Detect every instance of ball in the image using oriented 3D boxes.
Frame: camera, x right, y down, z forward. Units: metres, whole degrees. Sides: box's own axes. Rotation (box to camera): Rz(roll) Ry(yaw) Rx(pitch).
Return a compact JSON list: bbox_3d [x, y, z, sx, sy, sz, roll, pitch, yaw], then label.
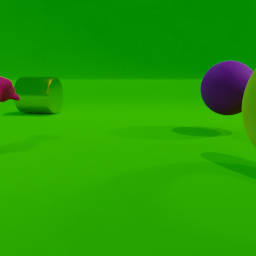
[{"bbox_3d":[2.495,-0.982,6.970,1.345,1.345,1.345,0,11,0],"label":"ball"}]

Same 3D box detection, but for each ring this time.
[{"bbox_3d":[2.526,-0.425,4.027,0.409,2.044,2.044,12,5,-26],"label":"ring"}]

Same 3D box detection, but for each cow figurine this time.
[{"bbox_3d":[-2.537,-0.453,5.135,0.599,1.090,1.073,18,-4,12],"label":"cow figurine"}]

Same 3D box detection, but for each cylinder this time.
[{"bbox_3d":[-3.304,-1.224,10.453,1.358,1.358,1.358,2,11,10],"label":"cylinder"}]
